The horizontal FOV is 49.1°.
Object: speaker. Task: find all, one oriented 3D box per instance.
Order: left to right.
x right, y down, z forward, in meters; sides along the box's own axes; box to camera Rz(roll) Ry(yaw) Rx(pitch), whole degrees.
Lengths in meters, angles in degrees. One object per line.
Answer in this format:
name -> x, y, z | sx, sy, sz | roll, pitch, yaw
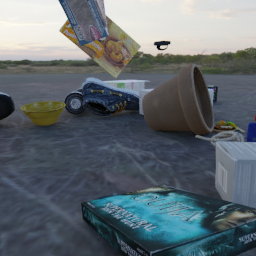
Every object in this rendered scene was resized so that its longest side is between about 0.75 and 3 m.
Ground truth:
speaker -> -2.023, -1.170, 11.830 | 0.921, 0.921, 2.268 | 0, 13, 0

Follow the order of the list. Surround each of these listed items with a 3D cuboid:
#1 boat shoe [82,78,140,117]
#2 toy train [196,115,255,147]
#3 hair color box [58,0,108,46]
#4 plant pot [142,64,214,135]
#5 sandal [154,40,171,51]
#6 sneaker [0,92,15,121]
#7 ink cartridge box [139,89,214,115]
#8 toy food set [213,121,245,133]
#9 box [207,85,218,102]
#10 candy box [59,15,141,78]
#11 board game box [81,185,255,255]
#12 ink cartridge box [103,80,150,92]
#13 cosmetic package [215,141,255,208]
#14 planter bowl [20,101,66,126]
boat shoe -> -0.493, -0.906, 10.926 | 2.815, 0.996, 1.278 | 15, 48, -23
toy train -> 2.870, 0.215, 5.998 | 2.523, 1.068, 1.460 | 6, 4, 25
hair color box -> -0.973, -2.910, 6.237 | 0.673, 1.112, 2.224 | -17, 44, 9
plant pot -> 1.397, -0.685, 8.223 | 1.733, 1.987, 1.987 | -12, 7, 27
sandal -> 1.507, -3.510, 11.953 | 0.567, 0.361, 1.507 | 12, 23, 21
sneaker -> -5.071, -0.409, 8.818 | 2.814, 1.066, 1.232 | -8, 21, 0
ink cartridge box -> 1.859, -1.022, 10.945 | 2.399, 1.005, 1.731 | -9, 16, -33
toy food set -> 2.867, -0.047, 8.529 | 1.199, 0.241, 0.828 | -1, 13, -3
box -> 3.834, -1.786, 14.579 | 1.321, 0.821, 0.981 | -6, 15, -20
candy box -> -1.110, -3.648, 11.503 | 2.934, 1.694, 0.811 | 39, 8, -11
board game box -> 0.366, 0.989, 3.113 | 1.311, 0.273, 1.939 | -6, 0, -25
ink cartridge box -> -0.140, -2.305, 16.476 | 2.776, 0.935, 1.626 | -13, 19, -43
cosmetic package -> 2.384, 0.712, 4.002 | 2.030, 0.915, 1.084 | -2, 10, 4
planter bowl -> -2.791, -0.450, 9.369 | 1.441, 0.600, 1.441 | -1, 19, 0
